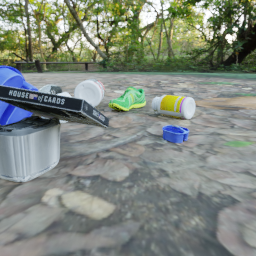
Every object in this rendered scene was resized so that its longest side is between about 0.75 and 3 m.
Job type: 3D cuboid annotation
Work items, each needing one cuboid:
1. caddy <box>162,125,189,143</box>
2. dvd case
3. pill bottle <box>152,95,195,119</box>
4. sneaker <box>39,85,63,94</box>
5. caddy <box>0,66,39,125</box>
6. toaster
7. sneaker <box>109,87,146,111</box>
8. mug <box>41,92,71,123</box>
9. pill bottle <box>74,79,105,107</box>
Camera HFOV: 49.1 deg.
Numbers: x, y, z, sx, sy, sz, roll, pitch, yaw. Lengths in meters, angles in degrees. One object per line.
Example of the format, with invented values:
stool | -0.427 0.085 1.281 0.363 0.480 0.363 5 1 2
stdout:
caddy | 1.367 0.124 8.085 0.807 0.424 0.571 17 25 41
dvd case | -1.459 -0.388 5.992 1.742 0.287 2.318 10 -5 8
pill bottle | 1.793 -0.876 11.291 1.662 0.866 0.866 13 19 41
sneaker | -3.622 -1.174 12.594 1.596 1.037 2.764 14 29 31
caddy | -3.749 -0.768 8.345 1.155 2.201 1.556 20 -15 31
toaster | -2.071 0.396 5.739 0.945 1.074 1.663 4 14 20
sneaker | -0.055 -1.379 12.960 0.921 1.039 2.487 10 18 32
mug | -2.639 -0.651 10.547 1.144 0.963 1.305 -23 55 -34
pill bottle | -1.842 -1.783 14.013 1.309 1.309 2.299 0 14 1
